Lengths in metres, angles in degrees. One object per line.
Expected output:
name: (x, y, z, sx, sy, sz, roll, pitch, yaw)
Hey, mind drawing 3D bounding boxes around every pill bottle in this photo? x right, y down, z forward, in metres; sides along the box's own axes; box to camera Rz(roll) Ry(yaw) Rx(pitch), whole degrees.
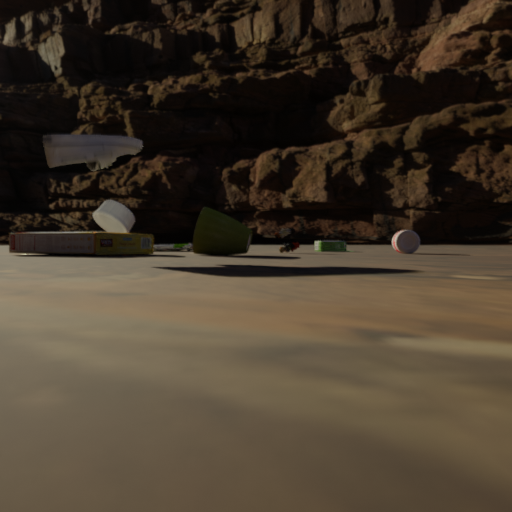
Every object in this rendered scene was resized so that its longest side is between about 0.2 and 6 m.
pill bottle: (3.568, -0.330, 13.434, 0.564, 0.564, 1.005, 0, 1, 7)

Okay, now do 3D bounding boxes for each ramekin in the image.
ramekin: (-3.431, -0.920, 13.637, 0.965, 0.471, 0.965, 22, -26, 12)

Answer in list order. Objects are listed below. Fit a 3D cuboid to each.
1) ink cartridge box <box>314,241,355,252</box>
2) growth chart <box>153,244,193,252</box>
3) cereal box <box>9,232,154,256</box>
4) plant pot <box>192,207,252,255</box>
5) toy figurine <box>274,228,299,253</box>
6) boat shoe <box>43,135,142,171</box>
ink cartridge box: (2.287, -0.277, 16.282, 1.070, 0.317, 0.555, 0, 1, -14)
growth chart: (-2.791, -0.248, 17.188, 2.009, 0.246, 2.777, -1, 1, -11)
cereal box: (-3.713, -0.265, 11.962, 2.497, 0.494, 1.797, 1, 2, 29)
plant pot: (-0.655, -0.404, 11.631, 1.073, 1.004, 1.004, 14, 3, 5)
toy figurine: (0.744, -0.379, 13.897, 0.432, 0.621, 0.612, -19, -1, 23)
boat shoe: (-3.275, -2.101, 11.477, 0.781, 0.713, 2.171, 7, 12, 38)
